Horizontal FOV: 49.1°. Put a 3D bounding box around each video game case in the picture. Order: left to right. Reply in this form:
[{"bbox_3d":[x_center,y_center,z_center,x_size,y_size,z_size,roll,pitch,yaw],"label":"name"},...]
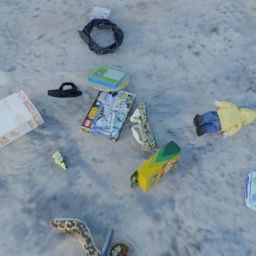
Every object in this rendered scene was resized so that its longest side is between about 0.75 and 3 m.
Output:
[{"bbox_3d":[-1.410,-5.847,14.418,0.896,0.204,0.812,14,61,8],"label":"video game case"}]

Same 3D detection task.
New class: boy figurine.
[{"bbox_3d":[3.822,-0.393,10.941,2.418,0.779,1.504,-13,74,-9],"label":"boy figurine"}]

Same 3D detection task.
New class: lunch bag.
[{"bbox_3d":[4.602,2.197,9.614,1.124,0.577,1.399,13,61,6],"label":"lunch bag"}]

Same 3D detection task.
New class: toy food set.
[{"bbox_3d":[-0.208,3.982,8.797,1.133,0.227,0.782,-38,67,-19],"label":"toy food set"}]

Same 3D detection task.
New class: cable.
[{"bbox_3d":[-1.152,-4.366,13.441,1.907,0.594,2.338,-32,63,-22],"label":"cable"}]

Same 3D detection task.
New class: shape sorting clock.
[{"bbox_3d":[-0.870,-2.132,11.997,1.854,0.364,1.854,4,40,-4],"label":"shape sorting clock"}]

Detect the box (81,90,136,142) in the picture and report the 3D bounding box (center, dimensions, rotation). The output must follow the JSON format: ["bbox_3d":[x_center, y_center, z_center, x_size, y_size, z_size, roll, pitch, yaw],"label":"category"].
[{"bbox_3d":[-0.749,-0.630,11.305,1.492,0.435,2.179,19,62,10],"label":"box"}]

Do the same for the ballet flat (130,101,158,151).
[{"bbox_3d":[0.530,-0.118,10.844,0.821,0.740,2.181,-7,63,-10],"label":"ballet flat"}]

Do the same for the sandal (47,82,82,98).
[{"bbox_3d":[-2.366,-1.512,11.001,0.818,2.177,0.521,12,102,10],"label":"sandal"}]

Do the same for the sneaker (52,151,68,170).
[{"bbox_3d":[-2.488,1.248,10.340,0.332,0.327,0.868,-35,55,-10],"label":"sneaker"}]

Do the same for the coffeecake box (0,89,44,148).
[{"bbox_3d":[-4.598,-0.382,10.999,1.968,0.719,1.511,-34,66,-17],"label":"coffeecake box"}]

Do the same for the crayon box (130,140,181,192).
[{"bbox_3d":[0.939,1.422,9.677,1.973,1.252,0.501,-38,65,-18],"label":"crayon box"}]

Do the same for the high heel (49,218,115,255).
[{"bbox_3d":[-1.597,3.697,8.661,2.182,0.779,1.555,11,62,5],"label":"high heel"}]
